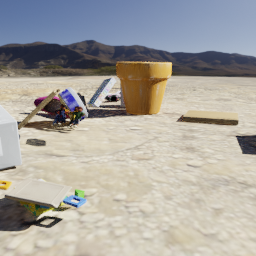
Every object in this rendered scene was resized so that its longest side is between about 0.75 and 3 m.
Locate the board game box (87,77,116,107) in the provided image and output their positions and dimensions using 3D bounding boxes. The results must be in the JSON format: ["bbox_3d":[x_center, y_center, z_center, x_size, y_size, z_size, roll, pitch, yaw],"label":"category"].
[{"bbox_3d":[-0.863,-1.146,9.080,0.181,1.055,0.709,39,-14,-23],"label":"board game box"}]

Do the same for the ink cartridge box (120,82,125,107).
[{"bbox_3d":[0.676,-2.010,16.295,2.100,1.518,0.884,4,14,17],"label":"ink cartridge box"}]

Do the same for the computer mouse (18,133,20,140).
[{"bbox_3d":[-4.244,0.445,8.556,0.654,0.380,2.231,7,16,24],"label":"computer mouse"}]

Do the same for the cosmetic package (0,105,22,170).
[{"bbox_3d":[-4.083,0.074,7.536,1.582,1.336,2.963,-12,22,-31],"label":"cosmetic package"}]

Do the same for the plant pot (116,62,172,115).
[{"bbox_3d":[0.775,-2.063,14.311,2.775,2.540,2.775,1,14,0],"label":"plant pot"}]

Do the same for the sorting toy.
[{"bbox_3d":[-1.532,1.163,4.870,1.678,0.229,0.945,11,7,4],"label":"sorting toy"}]

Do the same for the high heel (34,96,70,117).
[{"bbox_3d":[-3.593,-1.089,13.549,2.752,0.928,1.323,7,4,15],"label":"high heel"}]

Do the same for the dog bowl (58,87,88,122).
[{"bbox_3d":[-2.328,-0.942,11.800,0.582,1.477,1.477,-33,24,-15],"label":"dog bowl"}]

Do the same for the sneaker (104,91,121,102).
[{"bbox_3d":[-0.720,-1.977,18.417,1.620,0.651,0.700,-16,30,-24],"label":"sneaker"}]

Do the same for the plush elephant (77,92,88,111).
[{"bbox_3d":[-2.649,-1.248,14.845,0.809,1.044,0.860,-21,-1,6],"label":"plush elephant"}]

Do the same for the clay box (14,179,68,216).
[{"bbox_3d":[-1.634,1.296,5.260,0.605,0.251,1.053,-13,21,-41],"label":"clay box"}]

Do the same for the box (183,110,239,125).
[{"bbox_3d":[3.808,-0.516,12.799,2.323,0.247,1.899,4,14,20],"label":"box"}]

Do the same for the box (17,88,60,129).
[{"bbox_3d":[-3.640,-0.858,11.577,2.014,0.214,1.646,-44,15,2],"label":"box"}]

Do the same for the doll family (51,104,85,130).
[{"bbox_3d":[-2.352,-0.497,10.971,1.755,1.015,0.689,8,-17,20],"label":"doll family"}]
